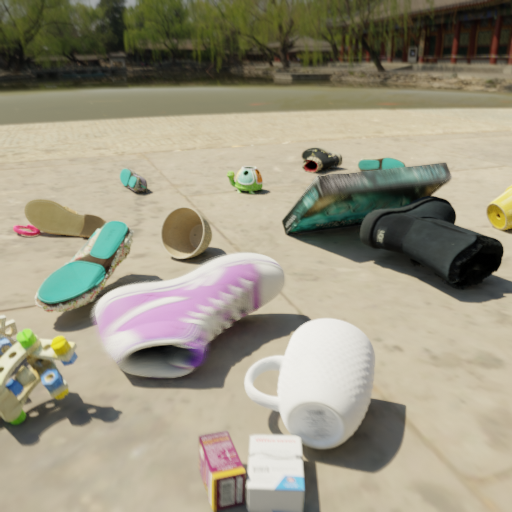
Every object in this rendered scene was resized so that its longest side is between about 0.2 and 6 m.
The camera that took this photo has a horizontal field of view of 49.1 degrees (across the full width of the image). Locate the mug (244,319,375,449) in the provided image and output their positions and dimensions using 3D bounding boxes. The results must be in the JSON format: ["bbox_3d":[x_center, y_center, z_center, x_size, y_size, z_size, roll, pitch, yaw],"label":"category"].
[{"bbox_3d":[0.586,1.466,6.351,1.445,1.067,1.267,4,26,13],"label":"mug"}]

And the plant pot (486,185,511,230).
[{"bbox_3d":[5.951,-1.077,12.930,1.003,1.066,1.066,-23,27,-13],"label":"plant pot"}]

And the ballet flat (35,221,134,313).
[{"bbox_3d":[-2.775,0.314,9.483,0.916,0.774,2.421,18,40,12],"label":"ballet flat"}]

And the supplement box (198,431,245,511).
[{"bbox_3d":[-0.352,2.119,5.554,0.330,0.419,0.640,-5,23,-18],"label":"supplement box"}]

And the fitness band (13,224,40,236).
[{"bbox_3d":[-5.184,-0.588,12.670,0.615,0.115,0.442,16,19,18],"label":"fitness band"}]

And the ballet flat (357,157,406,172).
[{"bbox_3d":[4.134,-2.968,18.270,1.657,0.559,0.517,12,15,28],"label":"ballet flat"}]

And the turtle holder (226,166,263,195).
[{"bbox_3d":[-0.273,-2.207,16.086,0.752,0.703,0.990,-20,29,-39],"label":"turtle holder"}]

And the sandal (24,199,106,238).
[{"bbox_3d":[-4.244,-0.731,12.745,1.988,0.729,0.654,13,-11,10],"label":"sandal"}]

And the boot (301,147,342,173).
[{"bbox_3d":[1.900,-3.236,18.849,1.256,0.600,1.662,-22,30,-39],"label":"boot"}]

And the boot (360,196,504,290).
[{"bbox_3d":[3.712,-0.288,10.807,2.769,1.058,2.327,-10,28,-38],"label":"boot"}]

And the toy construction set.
[{"bbox_3d":[-3.203,1.290,6.874,2.135,0.984,1.400,13,48,47],"label":"toy construction set"}]

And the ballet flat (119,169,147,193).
[{"bbox_3d":[-3.549,-2.159,16.382,0.567,0.567,1.578,-11,24,-26],"label":"ballet flat"}]

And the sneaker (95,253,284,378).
[{"bbox_3d":[-0.671,0.936,7.935,2.891,1.048,1.648,-18,31,-19],"label":"sneaker"}]

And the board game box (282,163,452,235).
[{"bbox_3d":[2.359,-1.219,12.250,3.154,0.444,2.134,-9,-18,-20],"label":"board game box"}]

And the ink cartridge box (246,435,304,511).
[{"bbox_3d":[0.191,2.159,5.584,0.540,0.312,0.745,1,22,2],"label":"ink cartridge box"}]

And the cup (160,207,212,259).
[{"bbox_3d":[-1.313,-0.435,11.426,1.041,1.041,0.744,11,1,26],"label":"cup"}]
